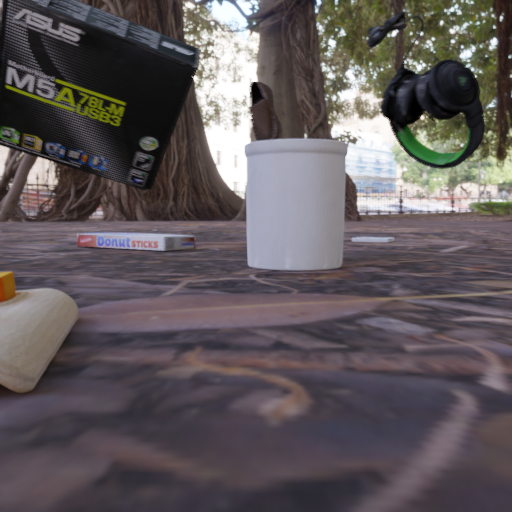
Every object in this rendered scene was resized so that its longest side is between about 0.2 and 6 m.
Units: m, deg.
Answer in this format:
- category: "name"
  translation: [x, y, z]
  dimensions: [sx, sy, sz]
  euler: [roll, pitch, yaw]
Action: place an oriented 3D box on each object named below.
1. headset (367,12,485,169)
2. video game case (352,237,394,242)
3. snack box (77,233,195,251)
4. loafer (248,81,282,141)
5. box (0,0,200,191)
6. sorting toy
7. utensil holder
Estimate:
- category: "headset"
  translation: [2.519, -2.452, 8.696]
  dimensions: [1.203, 2.560, 1.581]
  euler: [-38, 25, -25]
- category: "video game case"
  translation: [3.220, -0.448, 15.401]
  dimensions: [0.978, 0.116, 0.890]
  euler: [2, 5, 25]
- category: "snack box"
  translation: [-2.712, -0.332, 12.454]
  dimensions: [2.746, 0.334, 0.987]
  euler: [3, 5, 34]
- category: "loafer"
  translation: [0.102, -3.818, 15.138]
  dimensions: [0.774, 2.119, 0.752]
  euler: [-24, -25, 25]
- category: "box"
  translation: [-2.379, -2.289, 8.067]
  dimensions: [2.527, 0.600, 2.440]
  euler: [17, -43, -18]
- category: "sorting toy"
  translation: [-2.215, 0.370, 3.118]
  dimensions: [2.165, 0.395, 2.004]
  euler: [-1, 4, -11]
- category: "utensil holder"
  translation: [0.584, -0.739, 8.320]
  dimensions: [1.530, 1.800, 1.530]
  euler: [-1, 5, 0]
